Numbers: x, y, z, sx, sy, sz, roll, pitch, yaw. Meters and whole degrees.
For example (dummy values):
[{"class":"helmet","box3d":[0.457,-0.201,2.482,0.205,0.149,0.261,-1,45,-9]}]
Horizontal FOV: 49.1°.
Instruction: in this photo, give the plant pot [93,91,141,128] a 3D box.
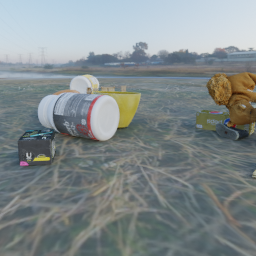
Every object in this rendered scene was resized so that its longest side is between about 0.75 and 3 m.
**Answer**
[{"class":"plant pot","box3d":[-0.476,-0.778,11.570,1.954,1.387,1.954,2,9,0]}]

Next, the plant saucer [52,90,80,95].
[{"class":"plant saucer","box3d":[-3.232,-1.203,13.580,2.125,0.343,2.125,-9,44,9]}]

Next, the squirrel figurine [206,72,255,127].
[{"class":"squirrel figurine","box3d":[3.764,-1.026,10.165,2.187,1.548,2.042,23,49,-4]}]

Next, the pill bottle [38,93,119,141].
[{"class":"pill bottle","box3d":[-1.821,-0.476,10.174,2.719,1.575,1.575,8,15,30]}]

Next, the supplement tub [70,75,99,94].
[{"class":"supplement tub","box3d":[-3.258,-3.204,21.459,1.688,1.688,2.321,3,14,12]}]

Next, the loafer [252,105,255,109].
[{"class":"loafer","box3d":[6.254,-0.719,12.817,2.486,0.940,0.849,-12,16,-8]}]

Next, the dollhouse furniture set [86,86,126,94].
[{"class":"dollhouse furniture set","box3d":[-1.354,-1.819,17.497,2.444,1.267,1.082,-2,-26,-8]}]

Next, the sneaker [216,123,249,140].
[{"class":"sneaker","box3d":[3.769,0.140,10.215,0.630,0.443,1.186,-1,22,-25]}]

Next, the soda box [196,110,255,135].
[{"class":"soda box","box3d":[3.838,-0.246,11.111,2.147,0.687,0.727,10,18,36]}]

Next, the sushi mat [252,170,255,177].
[{"class":"sushi mat","box3d":[4.145,1.159,6.348,2.330,0.141,1.115,9,16,34]}]

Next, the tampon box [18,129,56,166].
[{"class":"tampon box","box3d":[-2.491,0.520,7.798,0.849,0.715,1.133,-2,13,-8]}]
